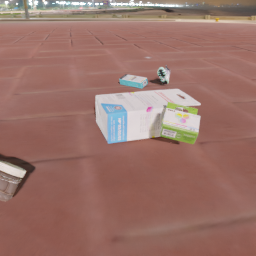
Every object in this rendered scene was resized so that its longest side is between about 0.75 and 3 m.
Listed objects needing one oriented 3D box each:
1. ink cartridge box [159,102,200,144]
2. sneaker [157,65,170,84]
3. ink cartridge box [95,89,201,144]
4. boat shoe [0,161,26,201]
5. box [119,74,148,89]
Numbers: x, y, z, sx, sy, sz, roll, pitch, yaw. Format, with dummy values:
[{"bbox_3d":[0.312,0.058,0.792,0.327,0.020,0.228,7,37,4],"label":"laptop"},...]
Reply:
[{"bbox_3d":[1.106,-0.224,5.817,0.723,0.371,0.979,14,54,5],"label":"ink cartridge box"},{"bbox_3d":[1.351,-2.115,10.357,0.351,0.903,0.631,9,66,21],"label":"sneaker"},{"bbox_3d":[0.465,-0.373,7.146,2.367,0.803,1.363,-7,27,-16],"label":"ink cartridge box"},{"bbox_3d":[-2.585,0.748,4.910,1.886,0.561,0.678,12,-14,30],"label":"boat shoe"},{"bbox_3d":[0.205,-1.805,10.804,1.052,0.259,0.433,17,43,34],"label":"box"}]
